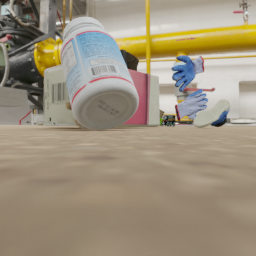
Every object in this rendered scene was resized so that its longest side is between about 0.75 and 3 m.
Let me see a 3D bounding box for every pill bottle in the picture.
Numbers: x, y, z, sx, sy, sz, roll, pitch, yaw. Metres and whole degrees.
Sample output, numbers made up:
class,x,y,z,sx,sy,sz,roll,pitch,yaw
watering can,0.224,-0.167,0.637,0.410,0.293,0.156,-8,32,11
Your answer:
class,x,y,z,sx,sy,sz,roll,pitch,yaw
pill bottle,-0.610,-1.075,5.113,1.130,2.079,1.130,-13,-35,-9

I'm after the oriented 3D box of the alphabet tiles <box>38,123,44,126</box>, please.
class,x,y,z,sx,sy,sz,roll,pitch,yaw
alphabet tiles,-1.673,-0.226,9.683,2.265,0.085,1.893,-5,-1,41

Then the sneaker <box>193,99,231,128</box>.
class,x,y,z,sx,sy,sz,roll,pitch,yaw
sneaker,2.343,-0.211,7.837,1.303,0.725,0.500,-35,51,-23

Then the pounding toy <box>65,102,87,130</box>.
class,x,y,z,sx,sy,sz,roll,pitch,yaw
pounding toy,-0.727,-0.298,5.478,0.940,0.539,0.537,10,24,-27

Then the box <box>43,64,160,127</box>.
class,x,y,z,sx,sy,sz,roll,pitch,yaw
box,-0.646,-0.785,7.704,1.792,1.527,2.803,0,0,42

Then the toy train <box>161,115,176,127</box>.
class,x,y,z,sx,sy,sz,roll,pitch,yaw
toy train,1.737,-0.318,11.998,0.383,0.513,0.900,7,4,39

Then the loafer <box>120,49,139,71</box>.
class,x,y,z,sx,sy,sz,roll,pitch,yaw
loafer,0.084,-1.448,10.229,1.021,2.862,1.045,4,-7,-24

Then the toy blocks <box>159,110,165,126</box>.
class,x,y,z,sx,sy,sz,roll,pitch,yaw
toy blocks,0.628,-0.784,12.112,2.470,1.234,1.688,27,5,21

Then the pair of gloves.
class,x,y,z,sx,sy,sz,roll,pitch,yaw
pair of gloves,2.636,-1.599,11.636,2.359,2.935,0.334,-26,21,-39
